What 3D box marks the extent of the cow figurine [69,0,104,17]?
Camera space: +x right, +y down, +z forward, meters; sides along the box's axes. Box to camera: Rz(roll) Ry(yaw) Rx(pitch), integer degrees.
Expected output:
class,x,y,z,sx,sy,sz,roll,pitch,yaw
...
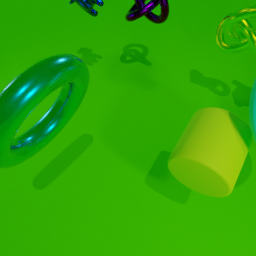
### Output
class,x,y,z,sx,sy,sz,roll,pitch,yaw
cow figurine,-1.328,-3.814,8.224,1.207,0.673,1.227,35,12,7

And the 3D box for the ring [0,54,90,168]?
class,x,y,z,sx,sy,sz,roll,pitch,yaw
ring,-1.338,-0.231,4.249,0.410,2.052,2.052,40,54,5

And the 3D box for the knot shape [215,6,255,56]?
class,x,y,z,sx,sy,sz,roll,pitch,yaw
knot shape,3.117,-2.376,7.351,1.508,1.612,0.745,45,76,-9

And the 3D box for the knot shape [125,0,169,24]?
class,x,y,z,sx,sy,sz,roll,pitch,yaw
knot shape,0.510,-3.765,8.439,0.749,1.516,1.620,2,66,-52

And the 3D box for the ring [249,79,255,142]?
class,x,y,z,sx,sy,sz,roll,pitch,yaw
ring,2.644,-0.360,4.017,2.027,2.027,0.405,-14,15,-13

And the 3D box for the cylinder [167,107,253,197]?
class,x,y,z,sx,sy,sz,roll,pitch,yaw
cylinder,1.373,0.404,4.700,1.090,1.090,1.090,23,61,21
